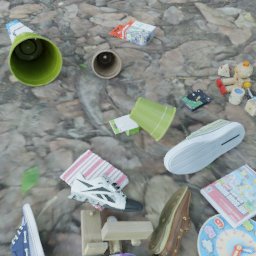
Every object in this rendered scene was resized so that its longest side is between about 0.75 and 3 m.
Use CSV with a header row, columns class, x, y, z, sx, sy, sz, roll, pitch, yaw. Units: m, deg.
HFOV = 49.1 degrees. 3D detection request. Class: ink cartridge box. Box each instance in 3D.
class,x,y,z,sx,sy,sz,roll,pitch,yaw
ink cartridge box,-4.668,-3.995,12.435,0.595,1.014,1.385,-37,59,-27
ink cartridge box,0.193,-4.616,13.287,1.982,0.499,1.080,24,54,18
ink cartridge box,-0.125,-0.061,9.594,0.877,0.332,0.648,-18,53,-13

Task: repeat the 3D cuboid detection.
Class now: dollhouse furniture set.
class,x,y,z,sx,sy,sz,roll,pitch,yaw
dollhouse furniture set,-0.334,2.218,6.715,1.319,1.387,1.130,6,46,-18

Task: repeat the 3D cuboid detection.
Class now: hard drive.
class,x,y,z,sx,sy,sz,roll,pitch,yaw
hard drive,2.547,-1.039,10.505,0.988,0.187,0.690,-27,55,-22

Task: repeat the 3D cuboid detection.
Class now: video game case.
class,x,y,z,sx,sy,sz,roll,pitch,yaw
video game case,3.187,1.858,7.925,1.841,0.161,1.316,-22,47,-23

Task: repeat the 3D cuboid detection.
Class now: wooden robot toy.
class,x,y,z,sx,sy,sz,roll,pitch,yaw
wooden robot toy,4.157,-1.827,10.456,1.241,1.278,2.816,-6,50,-6

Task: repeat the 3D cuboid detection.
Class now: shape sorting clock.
class,x,y,z,sx,sy,sz,roll,pitch,yaw
shape sorting clock,2.726,3.019,6.977,1.945,0.382,1.945,0,50,0

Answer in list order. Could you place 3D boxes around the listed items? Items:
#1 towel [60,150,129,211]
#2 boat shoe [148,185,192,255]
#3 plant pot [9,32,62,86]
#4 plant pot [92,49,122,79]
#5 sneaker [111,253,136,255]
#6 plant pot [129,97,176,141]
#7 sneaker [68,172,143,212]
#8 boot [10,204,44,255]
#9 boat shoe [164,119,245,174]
class,x,y,z,sx,sy,sz,roll,pitch,yaw
towel,-1.009,1.513,8.353,1.742,0.261,1.275,32,58,26
boat shoe,1.241,2.450,7.315,0.694,0.740,2.056,37,52,-4
plant pot,-3.835,-2.959,11.175,1.951,1.951,1.879,-21,41,-17
plant pot,-0.914,-2.747,11.439,1.189,1.189,1.037,-8,33,-6
sneaker,-0.482,3.321,6.574,1.800,0.796,0.724,-13,84,15
plant pot,0.703,-0.394,8.879,1.171,1.233,1.233,29,53,-3
sneaker,-0.519,1.696,7.524,2.021,0.749,0.895,15,75,0
boot,-2.654,2.715,7.099,0.707,0.569,1.564,-16,52,-20
boat shoe,2.308,0.556,8.806,2.923,1.052,0.907,-21,25,-19
